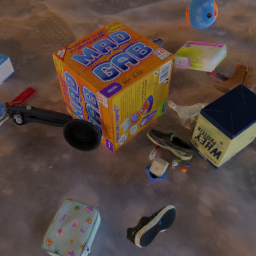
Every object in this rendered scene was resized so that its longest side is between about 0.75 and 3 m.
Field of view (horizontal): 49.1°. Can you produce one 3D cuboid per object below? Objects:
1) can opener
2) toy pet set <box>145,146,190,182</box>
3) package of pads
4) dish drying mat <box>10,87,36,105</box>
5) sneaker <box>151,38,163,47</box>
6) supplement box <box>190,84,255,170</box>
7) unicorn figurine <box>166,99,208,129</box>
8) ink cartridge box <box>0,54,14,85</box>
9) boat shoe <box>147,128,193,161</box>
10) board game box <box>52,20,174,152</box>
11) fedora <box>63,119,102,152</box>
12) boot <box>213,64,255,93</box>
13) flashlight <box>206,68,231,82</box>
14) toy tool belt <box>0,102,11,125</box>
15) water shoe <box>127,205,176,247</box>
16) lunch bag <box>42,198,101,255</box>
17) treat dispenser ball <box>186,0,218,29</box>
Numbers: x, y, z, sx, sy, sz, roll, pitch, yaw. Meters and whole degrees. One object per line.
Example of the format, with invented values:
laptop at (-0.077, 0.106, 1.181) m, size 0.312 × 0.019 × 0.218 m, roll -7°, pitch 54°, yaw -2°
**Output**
can opener at (-3.451, -0.506, 10.993) m, size 2.615 × 0.829 × 1.028 m, roll 9°, pitch 52°, yaw 8°
toy pet set at (1.246, 1.409, 9.786) m, size 1.414 × 0.751 × 1.320 m, roll 30°, pitch 23°, yaw 17°
package of pads at (3.286, -3.339, 12.944) m, size 2.019 × 0.688 × 1.560 m, roll 18°, pitch 50°, yaw 36°
dish drying mat at (-4.527, -1.340, 12.088) m, size 0.452 × 0.107 × 1.177 m, roll 25°, pitch 57°, yaw 19°
sneaker at (0.881, -3.201, 13.158) m, size 2.473 × 0.920 × 1.082 m, roll -37°, pitch 70°, yaw -13°
supplement box at (3.528, -0.023, 9.827) m, size 2.066 × 2.064 × 1.387 m, roll -30°, pitch 58°, yaw -21°
unicorn figurine at (2.469, -0.651, 11.257) m, size 2.030 × 0.750 × 1.394 m, roll -3°, pitch 41°, yaw -20°
ink cartridge box at (-6.586, -2.712, 12.624) m, size 2.144 × 0.921 × 1.570 m, roll 19°, pitch 54°, yaw 16°
boat shoe at (1.588, 0.465, 10.303) m, size 1.871 × 0.615 × 0.668 m, roll 33°, pitch 42°, yaw 21°
board game box at (-0.505, -1.575, 10.461) m, size 2.942 × 2.944 × 2.942 m, roll -37°, pitch 61°, yaw -25°
fedora at (-1.503, 0.151, 9.581) m, size 1.350 × 1.350 × 0.617 m, roll 10°, pitch 27°, yaw 8°
boot at (4.594, -2.148, 12.077) m, size 1.742 × 0.642 × 1.347 m, roll 13°, pitch 82°, yaw -6°
flashlight at (4.240, -2.377, 12.706) m, size 1.335 × 0.454 × 0.452 m, roll 30°, pitch 103°, yaw 18°
toy tool belt at (-5.166, -0.689, 11.121) m, size 0.853 × 0.840 × 1.367 m, roll 16°, pitch 54°, yaw 12°
water shoe at (0.612, 2.389, 7.184) m, size 0.632 × 0.573 × 1.602 m, roll 8°, pitch 20°, yaw 42°
lunch bag at (-1.622, 3.090, 8.328) m, size 1.381 × 0.664 × 1.722 m, roll 17°, pitch 54°, yaw 9°
treat dispenser ball at (3.903, -6.123, 14.838) m, size 1.626 × 1.626 × 1.626 m, roll 0°, pitch 52°, yaw 0°
